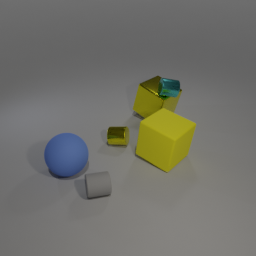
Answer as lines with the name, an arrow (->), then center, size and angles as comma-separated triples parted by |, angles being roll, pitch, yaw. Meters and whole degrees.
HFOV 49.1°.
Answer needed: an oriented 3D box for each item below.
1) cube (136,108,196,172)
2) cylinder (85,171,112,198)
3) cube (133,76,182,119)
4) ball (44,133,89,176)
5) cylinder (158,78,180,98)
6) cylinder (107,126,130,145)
cube -> 1.287, 0.382, 9.683 | 1.400, 1.400, 1.400 | 29, 40, 29
cylinder -> -0.893, 1.671, 8.296 | 0.700, 0.700, 0.700 | -6, 31, -14
cube -> 1.272, -1.236, 12.321 | 1.400, 1.400, 1.400 | 37, 44, 25
ball -> -1.976, 0.853, 9.027 | 1.400, 1.400, 1.400 | 0, 30, 0
cylinder -> 1.636, -1.608, 11.196 | 0.700, 0.700, 0.700 | 7, 29, -10
cylinder -> -0.361, 0.287, 10.593 | 0.700, 0.700, 0.700 | 0, 29, 15
